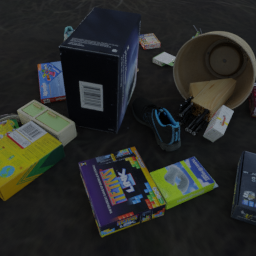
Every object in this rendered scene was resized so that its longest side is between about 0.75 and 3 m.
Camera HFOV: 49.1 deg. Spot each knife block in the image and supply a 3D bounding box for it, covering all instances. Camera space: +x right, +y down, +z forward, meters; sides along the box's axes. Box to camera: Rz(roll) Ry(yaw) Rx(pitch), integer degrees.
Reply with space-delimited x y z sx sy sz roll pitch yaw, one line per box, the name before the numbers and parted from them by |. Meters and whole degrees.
knife block | 2.683 -0.683 9.294 2.097 0.671 1.841 -6 55 3

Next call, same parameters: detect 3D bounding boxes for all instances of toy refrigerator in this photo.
toy refrigerator | -2.604 -0.181 8.973 1.911 0.669 0.725 27 50 26

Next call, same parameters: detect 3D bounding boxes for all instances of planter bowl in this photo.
planter bowl | 3.165 -2.112 9.718 2.675 2.675 1.800 24 40 23

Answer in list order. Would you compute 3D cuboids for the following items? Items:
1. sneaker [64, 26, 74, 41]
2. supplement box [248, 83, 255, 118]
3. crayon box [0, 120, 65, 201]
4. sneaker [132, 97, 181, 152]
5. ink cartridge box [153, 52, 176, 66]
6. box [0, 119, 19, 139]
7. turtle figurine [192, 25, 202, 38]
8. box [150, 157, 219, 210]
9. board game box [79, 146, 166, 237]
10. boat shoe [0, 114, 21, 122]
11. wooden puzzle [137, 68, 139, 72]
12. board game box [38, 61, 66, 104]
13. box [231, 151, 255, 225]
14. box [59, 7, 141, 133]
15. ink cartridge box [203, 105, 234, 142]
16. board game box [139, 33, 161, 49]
sneaker | -2.587 -3.967 12.811 0.795 0.884 2.047 -16 46 -16
supplement box | 4.778 -0.959 9.937 0.837 0.468 1.538 10 44 10
crayon box | -3.217 0.927 7.830 1.555 0.622 2.450 31 51 29
sneaker | 0.939 -0.397 8.958 0.901 1.009 2.462 -21 47 -21
ink cartridge box | 1.719 -2.911 12.153 1.075 0.258 0.782 34 53 31
box | -4.135 0.266 8.738 1.503 0.364 0.882 -22 47 -18
turtle figurine | 3.525 -4.424 13.404 0.844 0.870 0.626 8 6 -24
box | 1.504 1.406 7.510 1.645 0.392 1.003 -18 47 -17
board game box | -0.216 1.531 7.241 1.664 0.571 2.013 -14 45 -16
boat shoe | -4.100 -0.317 9.340 1.114 0.372 0.317 -14 50 -9
wooden puzzle | -0.021 -2.231 11.354 0.788 0.197 0.851 4 28 12
board game box | -2.850 -1.887 11.084 1.293 0.244 2.511 -10 44 -12
box | 3.950 1.699 7.022 2.400 0.612 1.893 16 45 16
box | -0.729 -1.919 9.140 1.782 2.891 2.868 11 45 7
ink cartridge box | 2.762 -0.120 8.580 0.394 0.686 0.945 32 65 3
board game box | 1.004 -4.198 13.517 0.817 0.250 1.079 -10 44 -11
